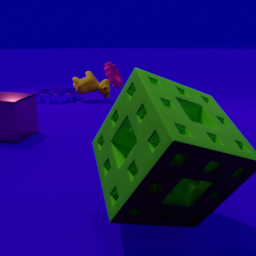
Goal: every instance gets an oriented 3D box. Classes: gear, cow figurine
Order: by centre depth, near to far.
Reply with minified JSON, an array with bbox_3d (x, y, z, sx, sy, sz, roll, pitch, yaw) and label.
[{"bbox_3d":[-1.466,-1.697,11.634,1.406,0.772,1.383,-28,66,-21],"label":"cow figurine"},{"bbox_3d":[-3.061,-1.414,12.087,1.916,0.354,1.916,0,17,0],"label":"gear"},{"bbox_3d":[-0.625,-2.377,12.700,0.233,1.260,1.260,-24,9,22],"label":"gear"}]

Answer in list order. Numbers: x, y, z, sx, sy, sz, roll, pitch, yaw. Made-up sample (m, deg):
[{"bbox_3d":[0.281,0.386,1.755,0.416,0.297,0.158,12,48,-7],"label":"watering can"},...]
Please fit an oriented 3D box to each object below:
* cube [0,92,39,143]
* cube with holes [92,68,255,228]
[{"bbox_3d":[-3.097,-0.308,7.317,1.064,1.064,1.064,5,18,10],"label":"cube"},{"bbox_3d":[0.483,0.292,3.470,1.275,1.275,1.275,14,35,-29],"label":"cube with holes"}]
